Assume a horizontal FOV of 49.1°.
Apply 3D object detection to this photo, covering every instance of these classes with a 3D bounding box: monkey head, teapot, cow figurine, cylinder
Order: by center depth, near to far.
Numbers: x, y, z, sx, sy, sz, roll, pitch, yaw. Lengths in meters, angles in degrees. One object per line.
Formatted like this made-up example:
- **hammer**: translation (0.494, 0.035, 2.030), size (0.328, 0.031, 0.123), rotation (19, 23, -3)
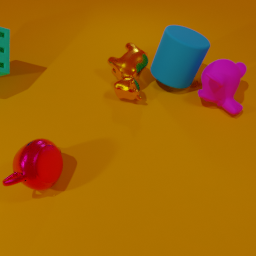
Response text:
- **teapot**: translation (-1.847, 0.722, 5.734), size (0.817, 1.037, 1.668), rotation (-6, 18, 28)
- **monkey head**: translation (2.522, -1.088, 7.177), size (1.868, 1.125, 1.344), rotation (-23, 58, -41)
- **cylinder**: translation (1.400, -1.949, 7.685), size (1.265, 1.265, 1.265), rotation (12, 40, -10)
- **cow figurine**: translation (0.113, -1.512, 7.686), size (1.523, 0.836, 1.499), rotation (-43, 59, -11)

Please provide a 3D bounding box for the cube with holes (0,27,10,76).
- **cube with holes**: translation (-3.983, -2.048, 7.447), size (1.188, 1.188, 1.188), rotation (1, 0, 44)
